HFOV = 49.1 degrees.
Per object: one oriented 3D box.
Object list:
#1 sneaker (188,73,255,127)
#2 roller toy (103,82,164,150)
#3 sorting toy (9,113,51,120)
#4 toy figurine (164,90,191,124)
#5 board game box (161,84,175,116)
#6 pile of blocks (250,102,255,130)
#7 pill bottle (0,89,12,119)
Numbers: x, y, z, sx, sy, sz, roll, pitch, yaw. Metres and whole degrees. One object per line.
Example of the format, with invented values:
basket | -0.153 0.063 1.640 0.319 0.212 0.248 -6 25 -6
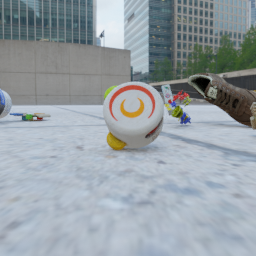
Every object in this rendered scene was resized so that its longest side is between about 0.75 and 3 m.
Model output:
sneaker | 2.811 -0.840 8.210 1.079 1.006 2.856 2 26 -27
roller toy | 0.099 -0.168 4.275 0.892 0.978 0.684 -4 -26 4
sorting toy | -3.601 -0.419 10.545 1.073 0.260 1.906 4 4 11
toy figurine | 1.657 -0.452 8.097 0.742 0.843 1.407 -39 16 11
board game box | 1.489 -1.008 10.185 0.309 0.960 0.708 -14 -15 8
pile of blocks | 2.703 -0.364 5.205 0.604 1.471 0.457 -1 46 -1
pill bottle | -4.731 -0.858 8.917 1.277 1.277 2.244 0 0 4
